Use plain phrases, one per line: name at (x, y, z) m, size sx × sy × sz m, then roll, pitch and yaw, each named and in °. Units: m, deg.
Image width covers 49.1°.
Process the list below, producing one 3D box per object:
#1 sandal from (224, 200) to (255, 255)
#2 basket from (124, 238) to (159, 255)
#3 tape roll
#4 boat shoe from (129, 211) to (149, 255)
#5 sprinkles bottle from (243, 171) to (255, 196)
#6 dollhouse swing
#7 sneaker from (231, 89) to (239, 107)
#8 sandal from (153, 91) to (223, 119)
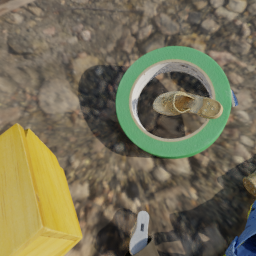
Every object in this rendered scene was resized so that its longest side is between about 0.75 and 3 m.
sandal at (2.754, 2.239, 5.637) m, size 1.104 × 1.209 × 2.777 m, roll 29°, pitch 66°, yaw 27°
basket at (0.417, 2.785, 5.757) m, size 0.695 × 0.524 × 0.770 m, roll -34°, pitch 86°, yaw 3°
tape roll at (1.075, -0.615, 6.845) m, size 2.706 × 0.650 × 2.706 m, roll -3°, pitch 79°, yaw 14°
boat shoe at (0.230, 2.294, 6.009) m, size 0.350 × 0.344 × 0.987 m, roll 14°, pitch 48°, yaw -1°
sprinkles bottle at (3.436, 1.050, 6.634) m, size 1.435 × 0.490 × 0.490 m, roll -27°, pitch 68°, yaw -11°
dollhouse swing at (-2.366, 1.747, 5.143) m, size 2.352 × 2.676 × 2.431 m, roll -21°, pitch 67°, yaw -5°
sneaker at (2.424, -1.077, 7.458) m, size 0.548 × 0.496 × 1.287 m, roll -27°, pitch 89°, yaw 21°
sandal at (1.220, -0.598, 6.282) m, size 1.701 × 0.560 × 0.624 m, roll 13°, pitch 80°, yaw 34°
